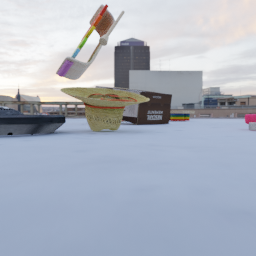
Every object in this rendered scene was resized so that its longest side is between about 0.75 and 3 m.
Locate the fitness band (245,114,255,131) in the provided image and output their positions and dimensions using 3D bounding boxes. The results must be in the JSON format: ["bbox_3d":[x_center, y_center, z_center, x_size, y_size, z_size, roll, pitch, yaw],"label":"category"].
[{"bbox_3d":[3.363,-0.111,5.773,1.379,0.359,1.921,-1,4,-28],"label":"fitness band"}]

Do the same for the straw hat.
[{"bbox_3d":[-0.492,-0.322,5.689,1.859,0.787,1.859,5,14,-1],"label":"straw hat"}]

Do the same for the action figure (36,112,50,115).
[{"bbox_3d":[-2.504,-0.250,7.819,0.922,0.482,0.891,-2,-5,-33],"label":"action figure"}]

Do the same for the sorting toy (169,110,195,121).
[{"bbox_3d":[2.562,-0.663,15.343,1.685,0.590,1.695,2,3,34],"label":"sorting toy"}]

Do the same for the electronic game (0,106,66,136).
[{"bbox_3d":[-2.278,-0.142,4.953,2.300,0.479,2.300,0,2,0],"label":"electronic game"}]

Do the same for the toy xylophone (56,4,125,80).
[{"bbox_3d":[-1.148,-2.876,9.039,0.749,2.982,2.183,34,-42,-18],"label":"toy xylophone"}]

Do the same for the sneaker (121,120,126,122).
[{"bbox_3d":[-0.673,-0.569,13.712,1.639,0.547,0.879,1,-1,-37],"label":"sneaker"}]

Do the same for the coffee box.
[{"bbox_3d":[0.094,-0.905,10.605,1.584,1.119,2.803,-1,11,-38],"label":"coffee box"}]
